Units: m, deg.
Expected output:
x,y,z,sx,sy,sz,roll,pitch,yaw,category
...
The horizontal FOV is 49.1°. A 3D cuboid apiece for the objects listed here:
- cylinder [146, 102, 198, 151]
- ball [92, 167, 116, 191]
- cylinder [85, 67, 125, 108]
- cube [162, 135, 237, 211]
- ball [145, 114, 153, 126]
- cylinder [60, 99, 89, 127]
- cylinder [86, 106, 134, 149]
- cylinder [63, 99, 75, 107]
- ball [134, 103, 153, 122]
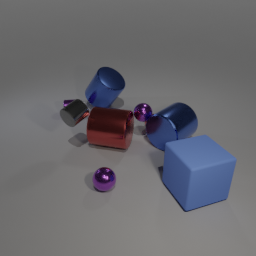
x,y,z,sx,sy,sz,roll,pitch,yaw,category
1.600,-0.070,10.224,1.400,1.400,1.400,24,38,35,cylinder
-0.694,1.500,8.223,0.700,0.700,0.700,0,30,0,ball
-1.047,-1.806,12.731,1.400,1.400,1.400,20,47,-23,cylinder
1.936,1.207,7.916,1.400,1.400,1.400,-10,30,-19,cube
1.014,-0.221,11.178,0.700,0.700,0.700,0,30,0,ball
-1.778,-0.498,9.311,0.700,0.700,0.700,21,48,32,cylinder
-0.606,-0.019,10.136,1.400,1.400,1.400,7,31,12,cylinder
-2.462,-0.913,12.398,0.700,0.700,0.700,-4,30,-7,cylinder
0.555,-0.572,10.327,0.700,0.700,0.700,0,30,0,ball
